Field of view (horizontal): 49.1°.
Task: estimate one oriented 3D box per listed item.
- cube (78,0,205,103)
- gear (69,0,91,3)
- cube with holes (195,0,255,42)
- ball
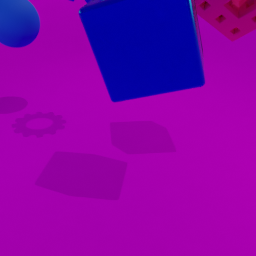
[{"bbox_3d":[0.258,-1.112,3.322,1.104,1.104,1.104,-8,32,19],"label":"cube"},{"bbox_3d":[-0.867,-2.633,4.486,1.307,0.242,1.307,10,66,-24],"label":"gear"},{"bbox_3d":[1.665,-2.199,4.099,1.079,1.079,1.079,22,-26,-30],"label":"cube with holes"},{"bbox_3d":[-2.593,-2.416,6.354,1.149,1.149,1.149,0,30,0],"label":"ball"}]
